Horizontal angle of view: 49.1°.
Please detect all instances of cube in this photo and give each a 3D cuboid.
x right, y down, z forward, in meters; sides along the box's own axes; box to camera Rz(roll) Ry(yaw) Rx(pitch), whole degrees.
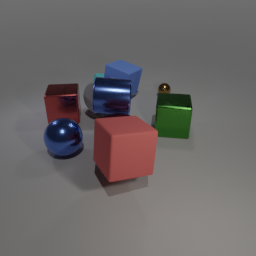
[{"bbox_3d":[1.869,-0.534,11.661,1.400,1.400,1.400,4,30,7],"label":"cube"},{"bbox_3d":[-2.903,-1.099,12.641,1.400,1.400,1.400,-3,30,-6],"label":"cube"},{"bbox_3d":[-0.299,-2.516,14.364,1.400,1.400,1.400,26,34,20],"label":"cube"},{"bbox_3d":[-0.126,0.545,8.200,1.400,1.400,1.400,-5,23,-25],"label":"cube"}]

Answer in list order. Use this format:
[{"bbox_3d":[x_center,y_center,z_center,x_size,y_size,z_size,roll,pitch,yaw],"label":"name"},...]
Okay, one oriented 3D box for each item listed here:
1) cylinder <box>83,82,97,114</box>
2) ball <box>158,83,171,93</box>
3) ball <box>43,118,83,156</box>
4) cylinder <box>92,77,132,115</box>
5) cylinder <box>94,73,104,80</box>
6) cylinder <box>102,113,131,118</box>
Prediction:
[{"bbox_3d":[-1.044,-1.480,12.633,1.400,1.400,1.400,17,25,27],"label":"cylinder"},{"bbox_3d":[1.943,-2.057,15.001,0.700,0.700,0.700,0,30,0],"label":"ball"},{"bbox_3d":[-2.346,0.326,10.183,1.400,1.400,1.400,0,30,0],"label":"ball"},{"bbox_3d":[-0.597,-1.219,10.826,1.400,1.400,1.400,4,30,-2],"label":"cylinder"},{"bbox_3d":[-1.540,-2.733,15.928,0.700,0.700,0.700,1,28,-22],"label":"cylinder"},{"bbox_3d":[-0.354,0.386,10.056,1.400,1.400,1.400,1,30,0],"label":"cylinder"}]
